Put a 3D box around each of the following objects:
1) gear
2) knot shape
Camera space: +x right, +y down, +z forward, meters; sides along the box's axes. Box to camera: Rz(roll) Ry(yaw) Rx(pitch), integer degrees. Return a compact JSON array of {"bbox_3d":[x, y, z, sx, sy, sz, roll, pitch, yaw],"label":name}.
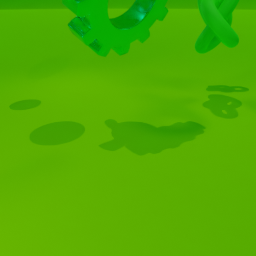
[{"bbox_3d":[-0.007,-2.114,4.307,2.087,2.087,0.386,-24,59,-41],"label":"gear"},{"bbox_3d":[2.173,-2.629,6.891,0.939,1.901,2.032,3,67,9],"label":"knot shape"}]
